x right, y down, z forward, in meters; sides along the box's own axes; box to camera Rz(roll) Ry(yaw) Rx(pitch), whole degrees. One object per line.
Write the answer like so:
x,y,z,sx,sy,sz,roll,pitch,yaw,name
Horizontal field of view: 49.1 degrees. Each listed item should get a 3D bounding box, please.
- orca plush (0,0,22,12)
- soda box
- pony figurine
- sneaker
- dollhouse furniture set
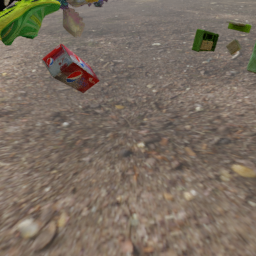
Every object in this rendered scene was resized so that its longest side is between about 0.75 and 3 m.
-1.946,-2.344,4.368,1.067,0.721,2.028,-16,58,-6,orca plush
-0.901,-0.947,4.660,0.417,0.377,1.190,-36,-11,8,soda box
-1.595,-3.779,8.160,2.046,1.704,1.975,2,-3,37,pony figurine
-2.101,-2.269,5.883,0.615,0.693,1.659,23,51,30,sneaker
2.523,-1.805,6.236,2.009,1.004,0.776,30,29,36,dollhouse furniture set
